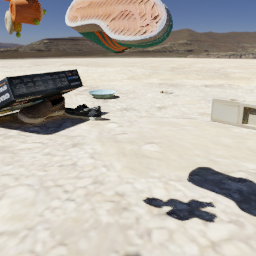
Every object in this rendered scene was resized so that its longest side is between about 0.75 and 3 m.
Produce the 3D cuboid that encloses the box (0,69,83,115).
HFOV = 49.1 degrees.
[{"bbox_3d":[-3.320,-1.130,9.224,2.378,0.688,2.992,-17,6,33],"label":"box"}]

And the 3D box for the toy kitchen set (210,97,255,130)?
[{"bbox_3d":[3.835,-0.971,8.694,1.685,1.523,1.867,16,23,42],"label":"toy kitchen set"}]

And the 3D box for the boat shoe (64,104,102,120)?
[{"bbox_3d":[-1.490,-0.586,9.266,1.432,0.484,0.514,7,20,28],"label":"boat shoe"}]

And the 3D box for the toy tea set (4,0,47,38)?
[{"bbox_3d":[-1.468,-1.925,3.865,0.458,1.238,0.736,-13,13,-34],"label":"toy tea set"}]

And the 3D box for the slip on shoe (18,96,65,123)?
[{"bbox_3d":[-2.698,-0.651,9.005,0.714,0.569,1.878,36,27,21],"label":"slip on shoe"}]

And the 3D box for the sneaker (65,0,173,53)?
[{"bbox_3d":[-0.058,-1.593,4.367,0.881,0.787,2.205,22,5,-47],"label":"sneaker"}]

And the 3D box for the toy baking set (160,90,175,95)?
[{"bbox_3d":[1.911,-1.750,13.699,0.695,0.105,0.905,7,18,23],"label":"toy baking set"}]

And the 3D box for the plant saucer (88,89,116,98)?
[{"bbox_3d":[-1.173,-1.541,12.774,1.295,0.249,1.295,0,18,0],"label":"plant saucer"}]
